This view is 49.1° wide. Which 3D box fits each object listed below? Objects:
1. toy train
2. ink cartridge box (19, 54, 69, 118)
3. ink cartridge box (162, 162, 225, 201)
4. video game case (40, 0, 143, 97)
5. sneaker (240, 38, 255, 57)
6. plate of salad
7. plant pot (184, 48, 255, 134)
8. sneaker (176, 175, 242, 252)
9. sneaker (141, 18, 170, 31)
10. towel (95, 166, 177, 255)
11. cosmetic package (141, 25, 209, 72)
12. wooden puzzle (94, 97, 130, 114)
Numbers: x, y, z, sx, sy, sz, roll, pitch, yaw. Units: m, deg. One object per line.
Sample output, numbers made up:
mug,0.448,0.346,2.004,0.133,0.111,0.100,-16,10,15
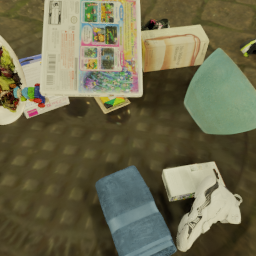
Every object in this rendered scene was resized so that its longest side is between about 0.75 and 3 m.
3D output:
toy train,-1.741,-0.544,5.133,0.467,0.808,0.342,1,78,-3
ink cartridge box,-2.872,-1.411,8.808,1.351,0.475,2.264,-22,58,-16
ink cartridge box,1.563,1.283,6.797,1.332,0.335,0.726,-8,53,-8
video game case,-0.579,-1.362,4.601,1.595,0.208,1.753,0,77,-5
sneaker,4.639,-2.887,10.040,1.460,0.523,0.604,-23,80,-16
plate of salad,-3.053,-1.037,5.779,2.209,2.209,0.531,20,31,15
plant pot,2.420,-0.715,7.430,1.536,2.281,2.281,-36,52,19
sneaker,1.779,1.976,6.019,0.992,0.649,1.726,29,73,4
sneaker,1.043,-3.795,10.520,0.630,0.677,1.569,33,59,21
towel,0.099,1.927,6.191,1.169,0.508,2.094,-18,55,-13
cosmetic package,1.468,-2.659,9.391,2.110,1.091,0.921,-10,54,-6
wooden puzzle,-0.521,-0.929,8.611,0.882,0.177,0.953,-24,56,-17
